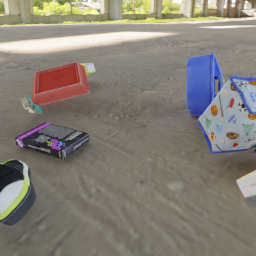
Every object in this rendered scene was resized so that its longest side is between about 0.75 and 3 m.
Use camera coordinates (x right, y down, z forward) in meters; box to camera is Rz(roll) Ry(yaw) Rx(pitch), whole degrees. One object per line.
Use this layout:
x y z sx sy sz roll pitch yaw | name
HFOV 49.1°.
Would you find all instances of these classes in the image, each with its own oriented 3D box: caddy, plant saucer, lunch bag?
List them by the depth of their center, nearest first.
2.738 -0.216 5.990 1.847 1.570 1.144 -2 58 -21 | lunch bag
2.288 -1.214 8.188 1.018 1.940 1.371 0 -11 20 | caddy
-2.370 -1.595 9.567 1.926 0.354 1.929 -15 41 -4 | plant saucer

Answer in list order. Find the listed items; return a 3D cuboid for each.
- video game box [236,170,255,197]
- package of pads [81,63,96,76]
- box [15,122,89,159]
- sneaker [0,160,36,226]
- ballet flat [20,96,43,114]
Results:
2.962 0.585 4.745 1.676 1.527 0.392 -16 72 -29 | video game box
-2.088 -2.366 11.719 0.990 0.437 1.281 -13 6 38 | package of pads
-1.813 0.275 6.777 1.445 0.261 1.033 11 27 25 | box
-2.017 0.732 4.334 0.752 0.868 2.097 -51 27 -17 | sneaker
-2.897 -0.637 8.337 0.320 0.850 0.288 -31 56 1 | ballet flat
